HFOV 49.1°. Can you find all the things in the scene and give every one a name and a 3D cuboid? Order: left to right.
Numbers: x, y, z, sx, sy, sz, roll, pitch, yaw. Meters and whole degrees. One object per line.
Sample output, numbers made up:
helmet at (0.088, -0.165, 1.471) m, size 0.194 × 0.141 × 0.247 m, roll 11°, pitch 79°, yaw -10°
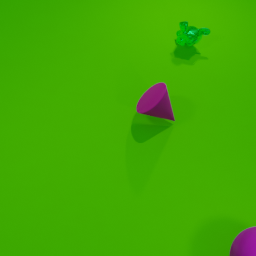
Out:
cone at (0.995, -0.521, 7.933) m, size 1.093 × 1.089 × 1.089 m, roll 40°, pitch 56°, yaw -26°
monkey head at (2.090, -3.287, 9.600) m, size 1.300 × 0.935 × 0.783 m, roll 9°, pitch 44°, yaw 38°
ball at (2.610, 2.546, 5.319) m, size 1.291 × 1.291 × 1.291 m, roll 0°, pitch 57°, yaw 0°
